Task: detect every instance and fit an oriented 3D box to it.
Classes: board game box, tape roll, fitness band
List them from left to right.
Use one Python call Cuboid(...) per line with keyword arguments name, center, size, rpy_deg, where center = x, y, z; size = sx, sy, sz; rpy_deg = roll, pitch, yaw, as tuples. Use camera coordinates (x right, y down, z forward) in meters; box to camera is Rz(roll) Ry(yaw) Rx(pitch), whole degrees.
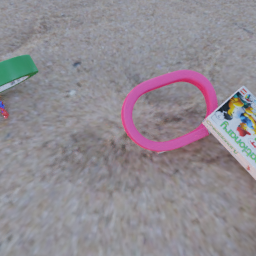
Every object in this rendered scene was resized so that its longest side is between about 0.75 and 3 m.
Cuboid(name="tape roll", center=(-3.365, -1.227, 7.233), size=(2.062, 0.496, 2.062), rpy_deg=(-24, 13, 6))
Cuboid(name="fitness band", center=(1.050, -0.415, 6.773), size=(2.478, 0.464, 1.780), rpy_deg=(-21, 89, -13))
Cuboid(name="board game box", center=(2.847, 0.207, 6.276), size=(1.307, 0.358, 2.071), rpy_deg=(-39, 81, -17))

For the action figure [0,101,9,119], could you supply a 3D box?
Cuboid(name="action figure", center=(-3.419, -0.507, 7.624), size=(0.204, 0.258, 0.789), rpy_deg=(-32, 52, -16))
